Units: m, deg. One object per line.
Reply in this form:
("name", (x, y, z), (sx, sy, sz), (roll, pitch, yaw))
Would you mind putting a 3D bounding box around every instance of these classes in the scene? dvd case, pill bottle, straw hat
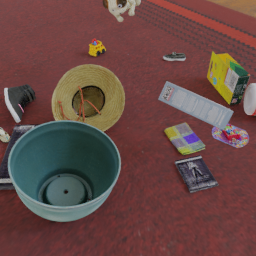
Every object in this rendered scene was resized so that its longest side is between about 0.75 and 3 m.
("dvd case", (2.282, 1.518, 9.460), (0.992, 0.107, 1.334), (-11, 44, -11))
("pill bottle", (6.072, -1.095, 11.366), (2.305, 1.313, 1.313), (4, 43, 5))
("dvd case", (-3.282, 0.908, 10.018), (2.168, 0.233, 2.915), (-2, 43, -2))
("straw hat", (-1.577, -1.035, 11.241), (2.870, 1.215, 2.870), (0, 88, -5))

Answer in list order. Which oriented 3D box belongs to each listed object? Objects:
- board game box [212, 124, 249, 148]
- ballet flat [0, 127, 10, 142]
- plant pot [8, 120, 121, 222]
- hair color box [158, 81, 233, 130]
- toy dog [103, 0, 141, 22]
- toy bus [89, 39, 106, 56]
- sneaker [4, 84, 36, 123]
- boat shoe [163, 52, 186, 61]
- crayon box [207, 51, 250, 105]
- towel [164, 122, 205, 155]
("board game box", (3.979, 0.161, 10.793), (1.385, 0.270, 1.094), (26, 49, 24))
("ballet flat", (-4.946, 0.122, 10.749), (1.235, 0.385, 0.416), (27, 49, 26))
("plant pot", (-1.771, 1.467, 8.029), (2.885, 1.933, 2.885), (7, 44, -7))
("hair color box", (2.148, -0.722, 8.899), (2.181, 0.661, 1.080), (28, 12, 14))
("toy dog", (-0.307, -5.101, 11.024), (1.215, 1.689, 1.742), (-7, 36, 18))
("toy bus", (-1.696, -4.482, 15.326), (0.613, 0.868, 0.904), (30, 49, 30))
("sneaker", (-4.442, -1.159, 11.767), (1.174, 0.837, 2.368), (-21, 43, -14))
("boat shoe", (2.494, -3.871, 14.986), (1.188, 0.421, 0.428), (0, 43, 0))
("crayon box", (4.409, -2.323, 12.561), (0.589, 1.473, 2.320), (-10, 45, -11))
("towel", (2.131, 0.381, 10.632), (1.058, 0.168, 1.473), (-14, 45, -15))
